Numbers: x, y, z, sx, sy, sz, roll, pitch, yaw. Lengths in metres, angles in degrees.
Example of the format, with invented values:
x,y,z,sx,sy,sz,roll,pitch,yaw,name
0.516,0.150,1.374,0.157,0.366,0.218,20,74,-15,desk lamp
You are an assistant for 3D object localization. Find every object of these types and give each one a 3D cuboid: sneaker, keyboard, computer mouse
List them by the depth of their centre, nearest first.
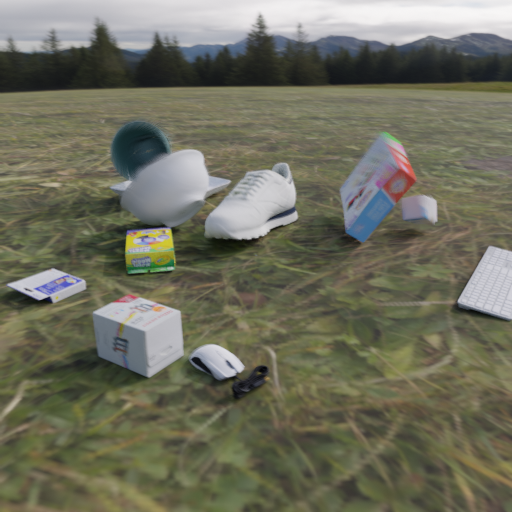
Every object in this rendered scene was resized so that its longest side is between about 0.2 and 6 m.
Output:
x,y,z,sx,sy,sz,roll,pitch,yaw,name
-0.431,1.446,7.444,1.240,0.272,0.680,19,30,40,computer mouse
4.426,0.419,10.209,0.854,0.162,3.035,12,25,28,keyboard
-0.128,-1.219,12.585,1.275,1.344,3.338,10,21,25,sneaker

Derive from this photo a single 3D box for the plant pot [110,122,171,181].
x,y,z,sx,sy,sz,roll,pitch,yaw,name
-3.004,-2.799,15.035,1.570,1.570,1.052,0,14,1,plant pot

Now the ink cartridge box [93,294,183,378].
x,y,z,sx,sy,sz,roll,pitch,yaw,name
-1.617,1.084,7.745,1.003,0.726,0.729,14,25,31,ink cartridge box

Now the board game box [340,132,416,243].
x,y,z,sx,sy,sz,roll,pitch,yaw,name
2.661,-1.605,12.658,0.478,1.812,2.368,30,29,-12,board game box

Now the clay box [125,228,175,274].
x,y,z,sx,sy,sz,roll,pitch,yaw,name
-2.131,-0.119,11.250,0.937,0.388,1.631,-5,21,-10,clay box

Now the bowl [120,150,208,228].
x,y,z,sx,sy,sz,roll,pitch,yaw,name
-1.882,-1.333,12.743,2.191,2.191,0.985,-24,75,-46,bowl

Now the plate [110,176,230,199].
x,y,z,sx,sy,sz,roll,pitch,yaw,name
-2.329,-1.840,15.525,2.455,0.397,2.450,13,25,25,plate

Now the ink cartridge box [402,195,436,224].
x,y,z,sx,sy,sz,roll,pitch,yaw,name
3.711,-1.035,12.706,0.512,0.514,0.701,-7,-11,41,ink cartridge box

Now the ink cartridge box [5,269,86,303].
x,y,z,sx,sy,sz,roll,pitch,yaw,name
-3.668,0.556,9.802,0.949,0.226,0.961,16,28,32,ink cartridge box
